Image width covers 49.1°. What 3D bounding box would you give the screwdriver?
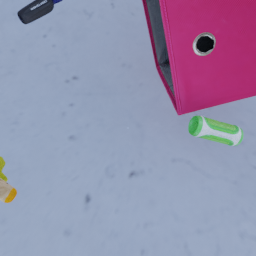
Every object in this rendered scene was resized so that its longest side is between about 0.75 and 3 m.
[{"bbox_3d":[-1.286,-3.035,6.251,2.608,0.364,0.379,-36,66,-17],"label":"screwdriver"}]

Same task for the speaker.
[{"bbox_3d":[1.604,0.055,5.118,0.959,0.424,0.424,14,66,-17],"label":"speaker"}]

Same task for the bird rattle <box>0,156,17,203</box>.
[{"bbox_3d":[-2.779,0.644,4.808,1.703,2.089,1.177,16,58,30],"label":"bird rattle"}]

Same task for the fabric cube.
[{"bbox_3d":[1.966,-2.401,6.028,2.905,2.859,2.914,-14,34,3],"label":"fabric cube"}]
